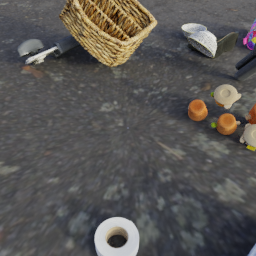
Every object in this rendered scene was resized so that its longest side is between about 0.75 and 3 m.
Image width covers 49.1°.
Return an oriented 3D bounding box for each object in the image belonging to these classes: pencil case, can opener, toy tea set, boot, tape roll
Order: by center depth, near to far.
[{"bbox_3d":[-0.193,2.012,5.005,0.797,0.279,0.797,0,40,0],"label":"tape roll"},{"bbox_3d":[2.805,-0.313,7.559,2.361,0.874,1.404,29,78,25],"label":"toy tea set"},{"bbox_3d":[3.752,-2.178,8.223,0.887,2.654,0.708,12,77,-6],"label":"can opener"},{"bbox_3d":[-2.689,-3.180,10.423,0.781,0.979,2.928,-10,24,50],"label":"can opener"},{"bbox_3d":[3.419,-3.478,11.189,1.831,0.709,1.266,-29,43,-31],"label":"boot"},{"bbox_3d":[5.465,-3.990,11.577,0.976,0.976,2.208,20,43,22],"label":"pencil case"}]

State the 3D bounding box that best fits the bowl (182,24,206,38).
[{"bbox_3d":[2.783,-4.030,11.938,1.032,0.484,1.032,0,40,0],"label":"bowl"}]

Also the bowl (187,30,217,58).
[{"bbox_3d":[2.718,-3.058,9.863,1.183,0.555,1.183,35,11,-8],"label":"bowl"}]

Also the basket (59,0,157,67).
[{"bbox_3d":[-0.732,-3.625,9.289,2.633,1.962,1.879,47,30,2],"label":"basket"}]

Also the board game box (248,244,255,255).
[{"bbox_3d":[2.627,2.451,4.141,2.357,0.727,2.355,20,45,22],"label":"board game box"}]
